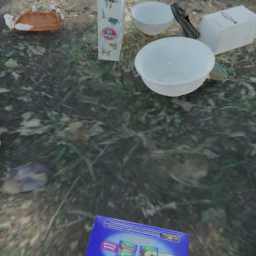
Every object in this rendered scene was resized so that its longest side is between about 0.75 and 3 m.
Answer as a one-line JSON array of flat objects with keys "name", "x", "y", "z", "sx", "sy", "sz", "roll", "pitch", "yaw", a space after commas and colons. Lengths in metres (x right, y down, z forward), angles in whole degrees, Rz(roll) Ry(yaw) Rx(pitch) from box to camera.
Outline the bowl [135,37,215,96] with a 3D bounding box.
[{"name": "bowl", "x": 1.677, "y": -2.051, "z": 10.238, "sx": 2.760, "sy": 1.240, "sz": 2.760, "roll": -4, "pitch": 50, "yaw": 5}]

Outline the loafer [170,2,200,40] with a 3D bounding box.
[{"name": "loafer", "x": 2.550, "y": -4.698, "z": 12.256, "sx": 0.681, "sy": 0.596, "sz": 1.896, "roll": -34, "pitch": 97, "yaw": -45}]

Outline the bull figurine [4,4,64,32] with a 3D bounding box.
[{"name": "bull figurine", "x": -4.273, "y": -5.047, "z": 12.977, "sx": 2.650, "sy": 0.863, "sz": 1.609, "roll": 5, "pitch": 50, "yaw": 4}]

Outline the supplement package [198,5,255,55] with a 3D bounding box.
[{"name": "supplement package", "x": 4.313, "y": -4.222, "z": 12.060, "sx": 2.136, "sy": 1.253, "sz": 1.249, "roll": -21, "pitch": 54, "yaw": -16}]

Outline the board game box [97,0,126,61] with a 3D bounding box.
[{"name": "board game box", "x": -0.626, "y": -4.528, "z": 11.216, "sx": 0.938, "sy": 2.919, "sz": 2.153, "roll": 6, "pitch": 51, "yaw": 2}]

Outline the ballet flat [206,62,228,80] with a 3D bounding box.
[{"name": "ballet flat", "x": 2.730, "y": -2.498, "z": 11.077, "sx": 0.861, "sy": 0.911, "sz": 2.704, "roll": -40, "pitch": 56, "yaw": 4}]

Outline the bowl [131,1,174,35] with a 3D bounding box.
[{"name": "bowl", "x": 1.121, "y": -4.903, "z": 12.840, "sx": 1.980, "sy": 0.890, "sz": 1.980, "roll": 0, "pitch": 51, "yaw": 0}]

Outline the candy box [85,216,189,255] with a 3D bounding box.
[{"name": "candy box", "x": 0.037, "y": 3.497, "z": 5.988, "sx": 2.241, "sy": 1.021, "sz": 2.650, "roll": 10, "pitch": 51, "yaw": 6}]
